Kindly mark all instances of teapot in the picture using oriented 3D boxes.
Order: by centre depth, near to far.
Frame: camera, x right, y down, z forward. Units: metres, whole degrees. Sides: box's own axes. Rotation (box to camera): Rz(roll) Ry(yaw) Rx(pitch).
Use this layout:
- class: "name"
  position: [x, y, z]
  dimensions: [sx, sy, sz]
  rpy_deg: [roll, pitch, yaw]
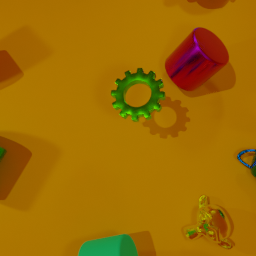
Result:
- class: "teapot"
  position: [3.420, 1.085, 6.418]
  dimensions: [1.917, 1.192, 0.938]
  rpy_deg: [34, 103, 18]

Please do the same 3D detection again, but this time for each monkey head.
- class: "monkey head"
  position: [1.799, 2.213, 6.354]
  dimensions: [0.939, 0.786, 1.305]
  rpy_deg: [-37, 66, 27]

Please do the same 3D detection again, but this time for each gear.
- class: "gear"
  position: [0.213, -0.699, 5.933]
  dimensions: [1.136, 0.210, 1.136]
  rpy_deg: [-3, 76, 13]

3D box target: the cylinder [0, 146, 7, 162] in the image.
- class: "cylinder"
  position: [-3.683, 0.763, 6.385]
  dimensions: [1.273, 1.273, 1.273]
  rpy_deg: [26, 77, 7]

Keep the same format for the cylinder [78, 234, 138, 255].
- class: "cylinder"
  position: [-0.381, 2.695, 5.630]
  dimensions: [0.938, 0.938, 0.938]
  rpy_deg: [-18, 75, 19]

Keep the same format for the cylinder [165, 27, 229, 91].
- class: "cylinder"
  position: [1.675, -1.667, 6.906]
  dimensions: [1.125, 1.125, 1.125]
  rpy_deg: [16, 55, -25]
